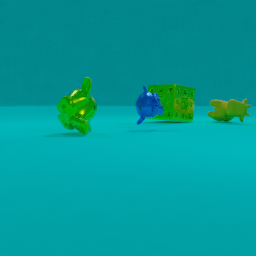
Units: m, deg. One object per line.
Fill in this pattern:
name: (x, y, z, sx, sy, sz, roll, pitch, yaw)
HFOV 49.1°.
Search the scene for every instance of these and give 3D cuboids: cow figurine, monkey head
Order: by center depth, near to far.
monkey head: (-1.070, -0.357, 6.616, 0.933, 1.548, 1.114, -29, 50, -35)
monkey head: (0.588, -0.588, 7.635, 0.671, 1.114, 0.801, 4, -11, 29)
cow figurine: (3.891, -0.635, 10.667, 1.579, 0.881, 1.604, 9, -6, 32)

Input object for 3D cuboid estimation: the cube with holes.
cube with holes: (1.674, -0.963, 11.012, 1.324, 1.324, 1.324, 2, 3, -44)
